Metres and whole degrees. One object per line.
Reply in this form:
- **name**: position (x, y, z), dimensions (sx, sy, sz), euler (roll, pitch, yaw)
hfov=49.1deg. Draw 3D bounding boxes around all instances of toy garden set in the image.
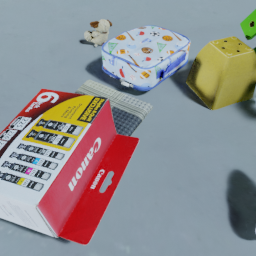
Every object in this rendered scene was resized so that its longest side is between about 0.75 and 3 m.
- **toy garden set**: position (4.146, -1.885, 6.330), dimensions (0.597, 2.493, 2.990), euler (-12, 77, -24)

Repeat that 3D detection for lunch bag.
- **lunch bag**: position (0.568, -2.123, 8.368), dimensions (2.075, 0.978, 2.590), euler (32, 53, 26)

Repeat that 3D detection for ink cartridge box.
- **ink cartridge box**: position (-1.248, 0.520, 5.227), dimensions (2.232, 1.066, 2.542), euler (10, 47, 21)

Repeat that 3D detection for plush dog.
- **plush dog**: position (-0.922, -3.322, 9.628), dimensions (0.973, 0.835, 0.780), euler (-23, 56, -35)

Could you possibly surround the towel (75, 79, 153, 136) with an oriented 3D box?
- **towel**: position (-0.751, -0.303, 7.183), dimensions (2.122, 0.366, 2.043), euler (25, 54, 20)

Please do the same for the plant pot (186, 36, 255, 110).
- **plant pot**: position (2.609, -1.599, 7.591), dimensions (1.419, 1.452, 1.410), euler (-17, 49, -15)
